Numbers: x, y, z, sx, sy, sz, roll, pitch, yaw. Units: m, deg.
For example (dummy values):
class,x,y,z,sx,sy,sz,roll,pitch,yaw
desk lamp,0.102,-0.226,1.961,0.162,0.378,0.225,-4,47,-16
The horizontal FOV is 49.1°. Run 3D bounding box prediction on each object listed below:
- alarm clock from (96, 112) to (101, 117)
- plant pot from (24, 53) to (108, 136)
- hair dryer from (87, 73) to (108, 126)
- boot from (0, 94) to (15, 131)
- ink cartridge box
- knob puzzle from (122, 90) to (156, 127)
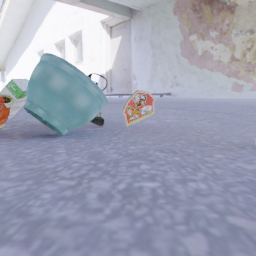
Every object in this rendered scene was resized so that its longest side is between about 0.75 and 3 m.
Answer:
class,x,y,z,sx,sy,sz,roll,pitch,yaw
alarm clock,-1.191,-0.478,9.843,0.589,0.291,0.873,12,-13,-26
plant pot,-1.637,-0.642,6.692,1.923,1.288,1.923,32,-14,9
hair dryer,-1.729,-0.848,8.479,2.172,1.654,0.590,3,-12,-13
boot,-3.301,-0.334,6.324,0.698,0.997,1.860,40,16,-1
ink cartridge box,-3.634,-0.897,8.761,1.338,0.562,0.976,-42,3,12
knob puzzle,0.344,-0.611,8.140,1.242,1.242,0.172,-5,39,-32
